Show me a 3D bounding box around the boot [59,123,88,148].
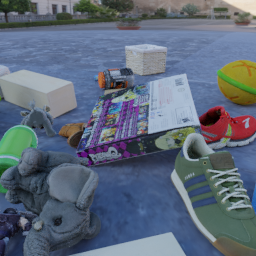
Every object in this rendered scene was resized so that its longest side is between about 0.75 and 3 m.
[{"bbox_3d":[-1.494,0.143,7.376,0.875,0.432,1.127,5,31,24],"label":"boot"}]

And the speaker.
[{"bbox_3d":[-2.386,0.573,5.914,0.799,0.799,1.806,-4,23,-9],"label":"speaker"}]

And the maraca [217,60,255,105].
[{"bbox_3d":[4.383,-1.685,10.349,2.861,1.530,1.961,-10,43,-47],"label":"maraca"}]

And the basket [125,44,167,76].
[{"bbox_3d":[0.965,-3.733,15.170,1.723,1.385,1.707,-16,28,-31],"label":"basket"}]

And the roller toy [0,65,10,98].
[{"bbox_3d":[-5.216,-1.738,10.901,1.402,1.074,1.537,21,41,36],"label":"roller toy"}]

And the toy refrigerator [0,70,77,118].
[{"bbox_3d":[-3.200,-1.224,9.828,2.880,1.007,1.093,18,36,35],"label":"toy refrigerator"}]

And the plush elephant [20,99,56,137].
[{"bbox_3d":[-2.528,-0.259,7.840,0.889,1.079,0.836,-11,6,-8],"label":"plush elephant"}]

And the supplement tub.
[{"bbox_3d":[-0.521,-2.108,12.033,1.421,0.870,0.870,-8,25,-18],"label":"supplement tub"}]

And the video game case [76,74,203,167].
[{"bbox_3d":[0.318,-0.334,7.009,2.684,0.530,2.961,-13,28,12],"label":"video game case"}]

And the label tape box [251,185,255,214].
[{"bbox_3d":[2.897,1.154,4.767,1.322,0.610,1.846,13,25,29],"label":"label tape box"}]

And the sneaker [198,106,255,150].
[{"bbox_3d":[2.428,-0.080,7.104,2.389,1.014,0.920,-12,27,-25],"label":"sneaker"}]

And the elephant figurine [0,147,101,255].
[{"bbox_3d":[-0.951,1.198,4.158,1.918,1.357,1.488,33,80,40],"label":"elephant figurine"}]

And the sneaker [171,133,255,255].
[{"bbox_3d":[1.426,0.911,4.575,0.819,1.096,2.442,4,22,-17],"label":"sneaker"}]

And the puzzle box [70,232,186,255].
[{"bbox_3d":[-0.102,1.963,3.315,1.947,0.248,1.295,-7,24,-15],"label":"puzzle box"}]

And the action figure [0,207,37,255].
[{"bbox_3d":[-1.820,1.607,3.868,1.007,0.537,1.547,-7,20,1],"label":"action figure"}]

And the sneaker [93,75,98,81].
[{"bbox_3d":[-1.343,-2.348,13.337,0.523,0.377,0.995,-18,20,-11],"label":"sneaker"}]

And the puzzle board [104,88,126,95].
[{"bbox_3d":[0.339,-1.235,10.526,2.516,0.219,1.896,-5,20,0],"label":"puzzle board"}]
